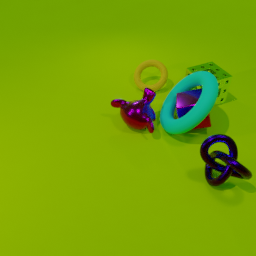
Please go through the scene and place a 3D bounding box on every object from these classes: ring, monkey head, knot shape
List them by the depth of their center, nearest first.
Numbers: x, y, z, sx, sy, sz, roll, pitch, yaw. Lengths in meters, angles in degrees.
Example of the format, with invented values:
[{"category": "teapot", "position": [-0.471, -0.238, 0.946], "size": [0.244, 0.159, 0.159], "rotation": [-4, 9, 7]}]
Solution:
[{"category": "knot shape", "position": [2.233, 0.888, 6.773], "size": [0.610, 1.235, 1.320], "rotation": [-26, 68, -36]}, {"category": "ring", "position": [1.730, -0.754, 8.186], "size": [0.417, 2.086, 2.086], "rotation": [33, 36, -24]}, {"category": "monkey head", "position": [0.334, -0.575, 8.384], "size": [1.647, 1.185, 0.992], "rotation": [36, 38, 21]}, {"category": "ring", "position": [0.814, -1.870, 10.031], "size": [1.238, 0.248, 1.238], "rotation": [-3, 75, 12]}]

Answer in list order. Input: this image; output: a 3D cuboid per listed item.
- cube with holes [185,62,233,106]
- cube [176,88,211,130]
[{"category": "cube with holes", "position": [2.621, -1.424, 9.397], "size": [1.049, 1.049, 1.049], "rotation": [-17, 45, -18]}, {"category": "cube", "position": [1.955, -0.552, 8.368], "size": [0.871, 0.871, 0.871], "rotation": [-9, 35, 18]}]
